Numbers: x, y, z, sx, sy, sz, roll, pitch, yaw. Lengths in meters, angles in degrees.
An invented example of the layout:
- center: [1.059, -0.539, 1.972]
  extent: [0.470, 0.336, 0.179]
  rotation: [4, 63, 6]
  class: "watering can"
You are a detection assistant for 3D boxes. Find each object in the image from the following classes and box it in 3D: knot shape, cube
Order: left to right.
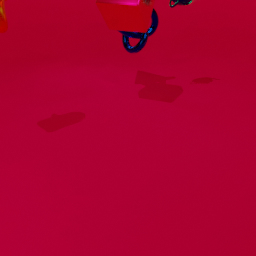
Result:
- center: [-0.019, -3.558, 7.812]
  extent: [1.204, 1.204, 1.204]
  rotation: [11, -12, 17]
  class: "cube"
- center: [0.346, -3.541, 9.697]
  extent: [1.545, 1.652, 0.763]
  rotation: [-29, -1, 3]
  class: "knot shape"

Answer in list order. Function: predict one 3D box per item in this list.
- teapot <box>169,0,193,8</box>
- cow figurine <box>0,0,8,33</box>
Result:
- center: [1.815, -4.228, 8.697]
  extent: [1.356, 0.843, 0.664]
  rotation: [-40, 57, 3]
  class: "teapot"
- center: [-3.342, -2.767, 5.571]
  extent: [1.739, 1.711, 0.954]
  rotation: [-16, 26, -34]
  class: "cow figurine"
